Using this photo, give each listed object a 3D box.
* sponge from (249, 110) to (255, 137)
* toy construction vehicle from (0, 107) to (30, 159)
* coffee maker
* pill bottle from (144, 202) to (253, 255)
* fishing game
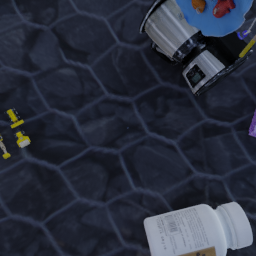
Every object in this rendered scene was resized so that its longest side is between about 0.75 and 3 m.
[{"bbox_3d":[4.652,-0.887,8.044,1.568,0.419,2.811,20,82,3],"label":"sponge"},{"bbox_3d":[-3.368,0.157,7.964,1.005,0.406,1.154,-33,86,-15],"label":"toy construction vehicle"},{"bbox_3d":[2.028,-2.522,7.614,2.488,1.745,2.590,-38,85,-5],"label":"coffee maker"},{"bbox_3d":[1.720,2.702,7.064,2.424,1.386,1.386,-14,82,-2],"label":"pill bottle"},{"bbox_3d":[1.379,-2.581,5.054,0.437,2.015,2.814,-33,80,-22],"label":"fishing game"}]
